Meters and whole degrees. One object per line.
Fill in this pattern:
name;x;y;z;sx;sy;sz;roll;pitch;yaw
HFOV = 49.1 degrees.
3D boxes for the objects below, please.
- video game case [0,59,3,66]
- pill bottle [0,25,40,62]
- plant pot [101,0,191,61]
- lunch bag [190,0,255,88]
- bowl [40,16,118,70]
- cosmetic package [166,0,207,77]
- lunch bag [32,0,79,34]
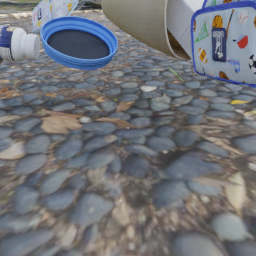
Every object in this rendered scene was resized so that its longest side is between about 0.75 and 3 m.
video game case;-4.851;-2.396;9.583;1.114;0.128;1.015;-6;-11;-39
pill bottle;-3.177;-2.224;7.358;1.555;0.863;0.863;7;27;-5
plant pot;0.667;-3.483;7.823;2.860;2.679;2.679;24;36;36
lunch bag;2.285;-2.008;4.966;1.570;2.536;2.156;19;11;-23
bowl;-1.132;-2.001;6.560;1.770;0.347;1.770;10;48;-11
cosmetic package;1.913;-2.670;7.310;1.309;0.920;2.581;-21;70;-35
lunch bag;-2.295;-3.501;8.449;1.121;0.840;1.322;-5;54;48
